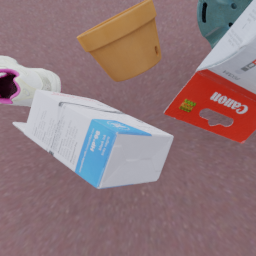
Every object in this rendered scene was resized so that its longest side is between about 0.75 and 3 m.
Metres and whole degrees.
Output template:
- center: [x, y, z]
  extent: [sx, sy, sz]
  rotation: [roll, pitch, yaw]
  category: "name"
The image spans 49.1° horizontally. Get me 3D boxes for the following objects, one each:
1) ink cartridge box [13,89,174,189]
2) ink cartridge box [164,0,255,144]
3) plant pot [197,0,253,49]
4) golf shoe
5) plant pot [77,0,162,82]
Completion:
- center: [-0.652, 0.019, 4.457]
  extent: [2.332, 1.351, 0.778]
  rotation: [27, 103, 37]
  category: "ink cartridge box"
- center: [2.320, -0.745, 4.651]
  extent: [2.309, 2.847, 0.714]
  rotation: [18, 34, -28]
  category: "ink cartridge box"
- center: [2.897, -2.814, 5.872]
  extent: [2.570, 2.570, 2.517]
  rotation: [34, 59, 19]
  category: "plant pot"
- center: [-2.560, -0.966, 5.534]
  extent: [2.525, 1.156, 0.951]
  rotation: [13, 100, 24]
  category: "golf shoe"
- center: [-0.052, -1.742, 5.832]
  extent: [1.680, 1.176, 1.680]
  rotation: [-24, 22, 10]
  category: "plant pot"
